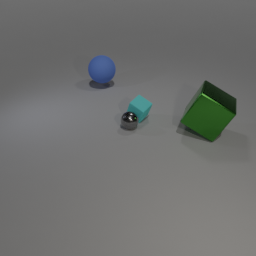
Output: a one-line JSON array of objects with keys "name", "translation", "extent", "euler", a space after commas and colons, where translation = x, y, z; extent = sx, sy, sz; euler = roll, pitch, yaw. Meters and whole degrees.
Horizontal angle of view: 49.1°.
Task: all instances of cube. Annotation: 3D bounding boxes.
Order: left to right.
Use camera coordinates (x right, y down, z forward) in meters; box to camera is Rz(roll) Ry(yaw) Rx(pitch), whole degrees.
[{"name": "cube", "translation": [0.457, -0.784, 11.433], "extent": [0.700, 0.700, 0.700], "euler": [36, 51, 13]}, {"name": "cube", "translation": [2.987, -0.647, 10.332], "extent": [1.400, 1.400, 1.400], "euler": [32, 34, 2]}]

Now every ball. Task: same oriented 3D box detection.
[{"name": "ball", "translation": [-1.329, -2.991, 14.289], "extent": [1.400, 1.400, 1.400], "euler": [0, 31, 0]}, {"name": "ball", "translation": [0.063, -0.301, 10.906], "extent": [0.700, 0.700, 0.700], "euler": [0, 31, 0]}]
